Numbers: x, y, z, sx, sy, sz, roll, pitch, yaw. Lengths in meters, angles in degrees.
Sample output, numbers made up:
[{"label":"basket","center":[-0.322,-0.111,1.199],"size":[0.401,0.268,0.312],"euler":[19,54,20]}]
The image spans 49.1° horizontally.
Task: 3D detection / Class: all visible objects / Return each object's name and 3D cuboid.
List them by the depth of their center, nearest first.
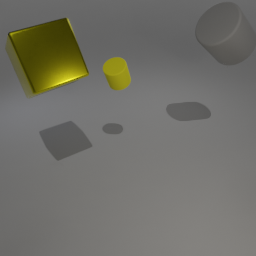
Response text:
[{"label":"cube","center":[-2.006,-1.649,6.860],"size":[1.400,1.400,1.400],"euler":[-25,13,-23]},{"label":"cylinder","center":[-0.318,-1.584,8.221],"size":[0.700,0.700,0.700],"euler":[-6,58,10]},{"label":"cylinder","center":[3.005,-2.838,8.565],"size":[1.400,1.400,1.400],"euler":[22,11,-45]}]
